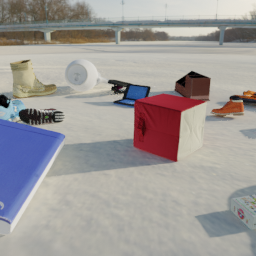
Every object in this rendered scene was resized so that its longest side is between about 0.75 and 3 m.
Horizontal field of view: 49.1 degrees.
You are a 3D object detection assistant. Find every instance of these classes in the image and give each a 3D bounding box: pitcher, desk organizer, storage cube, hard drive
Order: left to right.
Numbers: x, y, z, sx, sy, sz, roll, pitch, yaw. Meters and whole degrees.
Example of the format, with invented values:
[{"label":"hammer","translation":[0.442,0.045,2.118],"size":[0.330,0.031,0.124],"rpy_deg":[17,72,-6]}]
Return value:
[{"label":"hard drive","translation":[-2.572,0.686,5.504],"size":[1.897,0.365,2.875],"rpy_deg":[13,26,-1]},{"label":"pitcher","translation":[-2.077,-2.788,15.390],"size":[2.381,1.682,2.775],"rpy_deg":[12,9,5]},{"label":"storage cube","translation":[1.099,-0.078,7.424],"size":[1.398,1.329,1.555],"rpy_deg":[17,24,37]},{"label":"desk organizer","translation":[3.180,-2.177,14.084],"size":[0.994,1.067,2.772],"rpy_deg":[-2,19,-6]}]

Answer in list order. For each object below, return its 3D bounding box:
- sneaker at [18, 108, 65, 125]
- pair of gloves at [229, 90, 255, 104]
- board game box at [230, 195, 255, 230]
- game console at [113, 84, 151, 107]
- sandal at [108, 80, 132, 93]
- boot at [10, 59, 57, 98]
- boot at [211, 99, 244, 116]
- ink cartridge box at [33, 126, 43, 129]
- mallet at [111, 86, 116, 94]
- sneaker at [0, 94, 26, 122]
[{"label":"sneaker","translation":[-3.053,-0.449,9.901],"size":[1.527,0.578,0.882],"rpy_deg":[4,11,-21]},{"label":"pair of gloves","translation":[6.198,-1.333,12.758],"size":[2.489,0.345,2.794],"rpy_deg":[15,21,41]},{"label":"board game box","translation":[2.249,1.385,4.730],"size":[0.788,0.253,0.581],"rpy_deg":[-3,18,-14]},{"label":"game console","translation":[0.168,-1.455,12.387],"size":[1.332,0.788,1.137],"rpy_deg":[13,21,35]},{"label":"sandal","translation":[-0.203,-2.126,14.846],"size":[0.938,0.597,2.495],"rpy_deg":[22,13,29]},{"label":"boot","translation":[-4.670,-2.520,13.991],"size":[2.287,1.778,0.833],"rpy_deg":[-14,23,-36]},{"label":"boot","translation":[3.686,-0.758,10.433],"size":[1.188,0.637,0.446],"rpy_deg":[-2,6,19]},{"label":"ink cartridge box","translation":[-4.012,0.409,7.106],"size":[2.713,0.645,2.745],"rpy_deg":[12,19,28]},{"label":"mallet","translation":[-0.780,-2.037,15.095],"size":[0.365,0.228,1.107],"rpy_deg":[1,22,2]},{"label":"sneaker","translation":[-4.147,-0.714,9.802],"size":[0.877,1.006,2.237],"rpy_deg":[-1,18,-3]}]
